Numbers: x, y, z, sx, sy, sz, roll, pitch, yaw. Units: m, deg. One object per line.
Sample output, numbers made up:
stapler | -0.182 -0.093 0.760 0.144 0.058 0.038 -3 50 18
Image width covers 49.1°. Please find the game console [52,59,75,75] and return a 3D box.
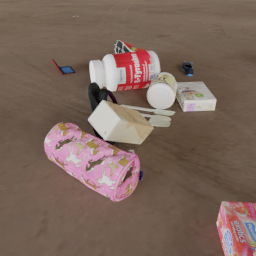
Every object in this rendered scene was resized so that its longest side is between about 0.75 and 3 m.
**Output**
game console | -3.042 -2.915 13.170 0.587 0.852 0.988 -35 39 -4

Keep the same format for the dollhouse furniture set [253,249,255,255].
dollhouse furniture set | 2.328 2.426 3.259 2.763 1.349 2.356 -22 60 -33

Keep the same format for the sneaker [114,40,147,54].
sneaker | 0.366 -3.433 13.500 1.174 1.064 2.764 -18 44 -39

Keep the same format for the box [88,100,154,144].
box | -0.142 -0.106 7.622 0.844 0.691 1.777 47 18 26

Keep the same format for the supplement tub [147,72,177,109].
supplement tub | 1.281 -1.413 10.345 1.008 1.008 1.390 7 33 10

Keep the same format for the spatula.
spatula | 0.515 -0.454 9.588 2.022 0.162 1.406 10 31 15

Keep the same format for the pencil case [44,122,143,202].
pencil case | -0.926 0.732 6.898 2.650 1.097 1.147 23 40 32

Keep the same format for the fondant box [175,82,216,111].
fondant box | 2.469 -1.216 10.555 1.167 0.471 1.617 -2 31 -4

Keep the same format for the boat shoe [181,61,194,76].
boat shoe | 2.884 -2.877 13.185 0.562 0.458 1.335 -3 32 -5

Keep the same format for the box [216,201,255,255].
box | 2.175 2.109 5.093 0.746 0.688 1.454 2 32 3

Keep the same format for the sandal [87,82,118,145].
sandal | -0.662 -0.558 8.867 0.718 1.128 3.000 -29 39 10

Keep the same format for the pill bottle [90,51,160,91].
pill bottle | -0.151 -2.267 11.272 2.615 1.468 1.468 -9 34 -15
